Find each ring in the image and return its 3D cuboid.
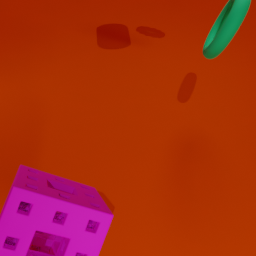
[{"bbox_3d":[2.050,-2.154,5.911,0.298,1.491,1.491,27,51,-2],"label":"ring"}]

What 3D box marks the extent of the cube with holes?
[{"bbox_3d":[-1.004,1.240,3.414,1.103,1.103,1.103,22,87,-18],"label":"cube with holes"}]
